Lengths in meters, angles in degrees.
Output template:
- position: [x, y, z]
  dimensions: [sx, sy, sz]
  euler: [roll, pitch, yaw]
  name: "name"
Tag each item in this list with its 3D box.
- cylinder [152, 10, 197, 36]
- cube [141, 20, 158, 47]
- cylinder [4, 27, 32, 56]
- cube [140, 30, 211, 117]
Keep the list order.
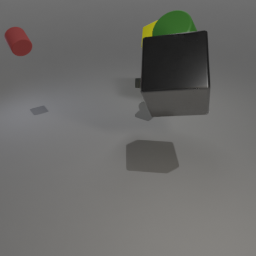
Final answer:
- position: [1.749, -3.095, 9.800]
  dimensions: [1.400, 1.400, 1.400]
  euler: [24, -6, 35]
  name: "cylinder"
- position: [1.595, -4.089, 13.183]
  dimensions: [1.400, 1.400, 1.400]
  euler: [-16, 51, 30]
  name: "cube"
- position: [-3.693, -2.911, 9.437]
  dimensions: [0.700, 0.700, 0.700]
  euler: [-20, 62, -31]
  name: "cylinder"
- position: [1.121, -1.168, 6.441]
  dimensions: [1.400, 1.400, 1.400]
  euler: [-2, 70, 14]
  name: "cube"
